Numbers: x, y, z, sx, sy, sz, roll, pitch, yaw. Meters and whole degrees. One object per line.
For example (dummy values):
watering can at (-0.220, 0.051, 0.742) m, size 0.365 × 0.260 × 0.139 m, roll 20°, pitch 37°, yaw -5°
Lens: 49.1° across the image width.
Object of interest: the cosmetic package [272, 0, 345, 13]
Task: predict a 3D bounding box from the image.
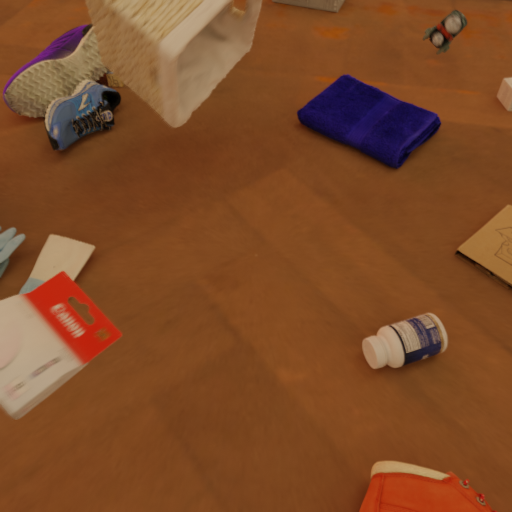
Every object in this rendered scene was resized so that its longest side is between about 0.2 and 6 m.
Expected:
cosmetic package at (1.365, -6.798, 14.101) m, size 1.797 × 0.811 × 0.960 m, roll 16°, pitch 53°, yaw 11°

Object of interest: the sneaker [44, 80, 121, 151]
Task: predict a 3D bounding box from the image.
sneaker at (-3.109, -2.585, 10.212) m, size 0.874 × 0.770 × 1.961 m, roll 11°, pitch 48°, yaw 14°

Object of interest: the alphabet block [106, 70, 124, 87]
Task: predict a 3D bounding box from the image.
alphabet block at (-2.896, -3.703, 11.543) m, size 0.314 × 0.322 × 0.316 m, roll 2°, pitch 48°, yaw 1°

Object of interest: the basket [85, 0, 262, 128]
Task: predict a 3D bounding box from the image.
basket at (-1.148, -3.348, 8.020) m, size 1.628 × 2.007 × 2.025 m, roll 37°, pitch 75°, yaw 3°

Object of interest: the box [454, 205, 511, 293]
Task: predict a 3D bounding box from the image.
box at (3.883, -0.096, 8.317) m, size 1.497 × 0.159 × 1.223 m, roll -34°, pitch 56°, yaw -27°

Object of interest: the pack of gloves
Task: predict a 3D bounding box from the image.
pack of gloves at (-3.401, 0.494, 7.750) m, size 1.671 × 0.392 × 1.989 m, roll 15°, pitch 53°, yaw 2°

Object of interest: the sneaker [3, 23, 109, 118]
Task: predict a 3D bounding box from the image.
sneaker at (-3.934, -3.741, 11.233) m, size 1.413 × 0.988 × 2.842 m, roll 19°, pitch 56°, yaw 41°

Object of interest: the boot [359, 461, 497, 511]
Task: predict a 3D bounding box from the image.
boot at (2.180, 2.717, 5.242) m, size 2.507 × 0.941 × 1.344 m, roll 11°, pitch 43°, yaw 12°

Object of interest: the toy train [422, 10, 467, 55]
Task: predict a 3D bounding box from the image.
toy train at (2.534, -3.001, 7.454) m, size 0.395 × 0.528 × 0.926 m, roll 45°, pitch 31°, yaw -1°

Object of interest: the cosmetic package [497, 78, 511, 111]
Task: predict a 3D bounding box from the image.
cosmetic package at (5.085, -3.173, 10.972) m, size 0.434 × 0.434 × 0.527 m, roll -5°, pitch 48°, yaw -6°

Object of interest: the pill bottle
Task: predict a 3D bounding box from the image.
pill bottle at (1.833, 1.084, 6.973) m, size 0.946 × 0.525 × 0.525 m, roll -15°, pitch 49°, yaw -13°

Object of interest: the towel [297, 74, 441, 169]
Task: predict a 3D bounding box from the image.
towel at (2.085, -2.571, 10.330) m, size 2.242 × 0.555 × 1.656 m, roll 31°, pitch 53°, yaw 25°

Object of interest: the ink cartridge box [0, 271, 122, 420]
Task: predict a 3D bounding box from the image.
ink cartridge box at (-1.619, 0.594, 4.160) m, size 0.777 × 0.273 × 0.956 m, roll 45°, pitch 66°, yaw 11°
